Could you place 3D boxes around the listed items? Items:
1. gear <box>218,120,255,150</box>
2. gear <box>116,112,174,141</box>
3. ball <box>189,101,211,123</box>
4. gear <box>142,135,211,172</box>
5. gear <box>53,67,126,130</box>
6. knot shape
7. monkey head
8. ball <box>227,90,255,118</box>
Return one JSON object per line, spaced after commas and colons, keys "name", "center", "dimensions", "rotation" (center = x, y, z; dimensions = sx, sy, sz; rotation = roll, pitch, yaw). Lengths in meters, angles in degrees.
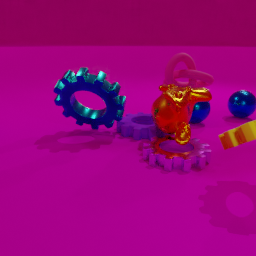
{"name": "gear", "center": [2.028, -0.015, 4.158], "dimensions": [1.298, 0.240, 1.298], "rotation": [-19, -10, -4]}
{"name": "gear", "center": [0.469, -0.076, 7.290], "dimensions": [1.512, 0.280, 1.512], "rotation": [0, 19, 0]}
{"name": "ball", "center": [1.896, -0.562, 7.912], "dimensions": [0.849, 0.849, 0.849], "rotation": [0, 18, 0]}
{"name": "gear", "center": [0.971, 0.478, 5.664], "dimensions": [1.339, 0.248, 1.339], "rotation": [0, 18, 0]}
{"name": "gear", "center": [-0.917, -0.653, 6.753], "dimensions": [1.713, 1.713, 0.317], "rotation": [4, 49, 13]}
{"name": "knot shape", "center": [1.657, -1.531, 8.437], "dimensions": [1.598, 1.495, 0.738], "rotation": [-20, 37, 23]}
{"name": "monkey head", "center": [1.179, -0.410, 6.309], "dimensions": [1.292, 1.083, 1.796], "rotation": [-4, 30, -7]}
{"name": "ball", "center": [3.431, -0.719, 8.424], "dimensions": [0.835, 0.835, 0.835], "rotation": [0, 18, 0]}
